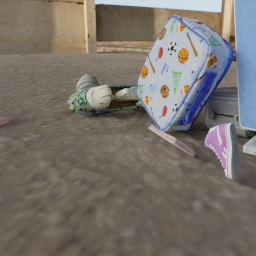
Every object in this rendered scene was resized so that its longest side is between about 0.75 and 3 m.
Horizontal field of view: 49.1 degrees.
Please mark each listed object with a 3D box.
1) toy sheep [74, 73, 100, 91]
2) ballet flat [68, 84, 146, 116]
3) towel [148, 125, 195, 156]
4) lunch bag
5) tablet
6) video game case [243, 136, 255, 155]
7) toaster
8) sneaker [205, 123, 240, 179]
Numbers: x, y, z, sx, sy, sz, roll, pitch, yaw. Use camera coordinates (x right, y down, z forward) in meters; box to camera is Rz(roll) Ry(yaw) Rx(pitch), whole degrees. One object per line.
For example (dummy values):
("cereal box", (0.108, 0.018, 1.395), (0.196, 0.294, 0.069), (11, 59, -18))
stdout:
("toy sheep", (-1.602, -1.630, 11.171), (1.026, 1.026, 1.488), (-4, 61, -14))
("ballet flat", (-0.439, -1.047, 9.168), (2.989, 1.110, 1.110), (-8, 20, -22))
("towel", (0.944, 0.259, 5.968), (0.863, 0.139, 0.824), (30, 3, -43))
("lunch bag", (1.338, -1.286, 7.281), (1.051, 2.781, 2.228), (-1, 41, -31))
("tablet", (2.931, -1.307, 5.538), (0.205, 2.996, 1.949), (-13, 14, -24))
("video game case", (3.709, 0.420, 6.332), (1.622, 0.205, 1.780), (14, 22, 37))
("toaster", (3.024, -0.557, 7.733), (1.354, 1.192, 2.097), (11, 23, 37))
("sneaker", (1.716, 0.447, 5.162), (0.573, 1.005, 0.364), (-13, -21, 42))
